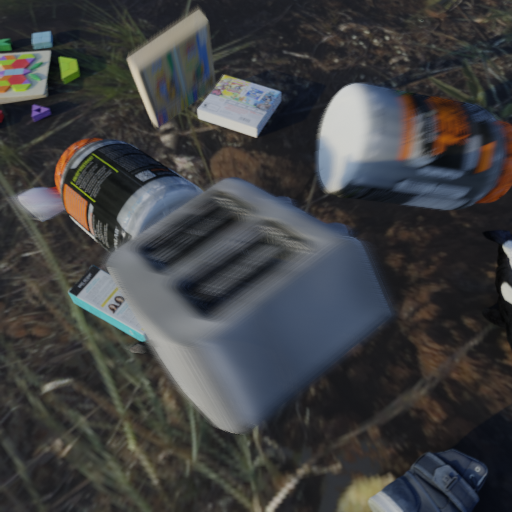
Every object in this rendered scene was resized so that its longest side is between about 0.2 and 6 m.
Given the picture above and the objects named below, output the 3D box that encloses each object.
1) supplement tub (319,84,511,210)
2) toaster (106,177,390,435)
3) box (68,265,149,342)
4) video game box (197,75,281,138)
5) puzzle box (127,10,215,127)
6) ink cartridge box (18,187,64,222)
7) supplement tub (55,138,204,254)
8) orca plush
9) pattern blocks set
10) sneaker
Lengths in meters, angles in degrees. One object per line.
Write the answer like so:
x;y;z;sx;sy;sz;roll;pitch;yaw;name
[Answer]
2.616;-1.684;9.039;2.878;1.763;1.763;4;53;-17;supplement tub
-0.257;0.488;6.769;2.758;1.637;2.494;-35;37;-15;toaster
-2.477;0.874;10.122;1.710;0.420;0.704;26;59;17;box
-0.390;-3.574;13.288;1.549;0.363;1.411;21;60;14;video game box
-1.461;-3.317;10.225;1.496;2.248;0.286;-37;81;-7;puzzle box
-3.510;-1.005;9.620;0.704;0.247;0.866;33;59;31;ink cartridge box
-1.953;-0.821;8.594;1.557;1.557;2.542;-37;49;-23;supplement tub
4.361;0.794;9.872;0.907;1.342;2.551;-22;73;30;orca plush
-5.956;-4.472;13.969;2.992;0.276;3.404;-19;57;-13;pattern blocks set
2.945;3.817;7.782;1.647;0.866;2.279;-33;60;-18;sneaker
